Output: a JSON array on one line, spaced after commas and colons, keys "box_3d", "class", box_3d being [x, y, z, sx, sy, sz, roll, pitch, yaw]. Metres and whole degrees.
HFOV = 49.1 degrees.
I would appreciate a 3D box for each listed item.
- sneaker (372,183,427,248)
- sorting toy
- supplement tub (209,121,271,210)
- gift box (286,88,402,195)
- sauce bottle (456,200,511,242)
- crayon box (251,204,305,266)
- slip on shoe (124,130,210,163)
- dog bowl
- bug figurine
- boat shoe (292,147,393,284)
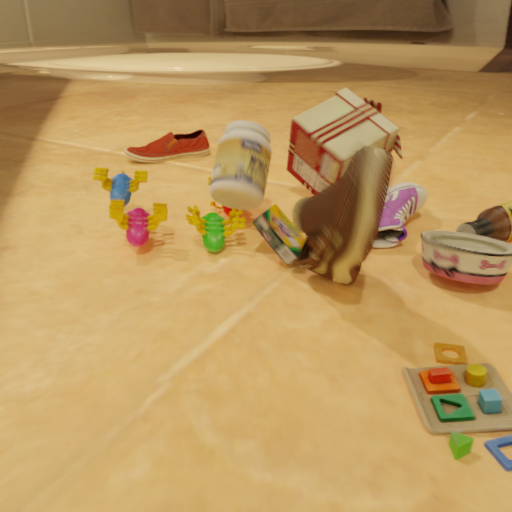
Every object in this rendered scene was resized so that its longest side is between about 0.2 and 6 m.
[{"box_3d": [2.863, -0.731, 11.431, 2.284, 0.828, 1.302, -22, 38, -21], "class": "sneaker"}, {"box_3d": [2.593, 1.682, 6.987, 1.295, 0.313, 2.299, -1, 26, -1], "class": "sorting toy"}, {"box_3d": [-0.294, -1.830, 11.370, 1.118, 1.118, 1.548, 6, 71, 11], "class": "supplement tub"}, {"box_3d": [2.081, -2.328, 12.784, 1.959, 1.936, 2.098, -33, 67, -22], "class": "gift box"}, {"box_3d": [4.962, -0.661, 11.237, 2.377, 0.769, 0.769, -19, 32, -29], "class": "sauce bottle"}, {"box_3d": [0.463, -0.417, 10.440, 0.297, 1.018, 0.878, -38, 3, 28], "class": "crayon box"}, {"box_3d": [-2.590, -3.231, 16.358, 2.544, 0.778, 0.942, -12, 30, -19], "class": "slip on shoe"}, {"box_3d": [3.614, 0.021, 9.676, 1.601, 0.590, 1.601, 6, 15, -2], "class": "dog bowl"}, {"box_3d": [-1.646, -0.979, 11.553, 3.484, 0.896, 2.702, 5, 33, -8], "class": "bug figurine"}, {"box_3d": [1.138, -0.477, 8.464, 1.244, 3.363, 1.242, 14, 64, 7], "class": "boat shoe"}]
